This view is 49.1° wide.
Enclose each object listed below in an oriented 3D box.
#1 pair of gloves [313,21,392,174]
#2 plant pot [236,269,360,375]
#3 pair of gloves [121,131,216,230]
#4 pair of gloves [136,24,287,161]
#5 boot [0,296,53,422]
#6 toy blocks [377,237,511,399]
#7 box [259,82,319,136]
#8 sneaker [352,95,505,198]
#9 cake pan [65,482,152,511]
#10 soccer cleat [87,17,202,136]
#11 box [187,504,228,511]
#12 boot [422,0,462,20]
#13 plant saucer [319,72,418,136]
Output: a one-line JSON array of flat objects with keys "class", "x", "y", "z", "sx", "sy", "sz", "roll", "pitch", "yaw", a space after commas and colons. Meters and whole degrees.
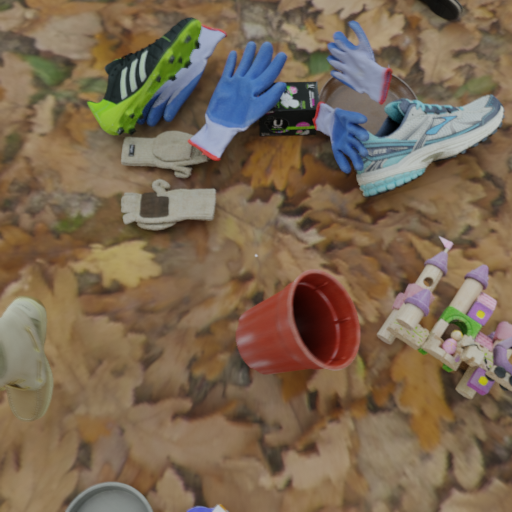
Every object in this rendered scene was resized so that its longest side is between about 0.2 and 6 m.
[{"class": "pair of gloves", "x": 1.634, "y": -2.806, "z": 10.006, "sx": 0.282, "sy": 2.476, "sz": 1.991, "roll": -9, "pitch": 40, "yaw": -21}, {"class": "plant pot", "x": 0.557, "y": 1.164, "z": 8.774, "sx": 1.531, "sy": 1.489, "sz": 1.531, "roll": 21, "pitch": 58, "yaw": -36}, {"class": "pair of gloves", "x": -1.767, "y": -1.518, "z": 11.252, "sx": 1.886, "sy": 0.389, "sz": 2.219, "roll": -7, "pitch": 64, "yaw": 1}, {"class": "pair of gloves", "x": -1.095, "y": -3.523, "z": 11.544, "sx": 3.381, "sy": 0.385, "sz": 2.718, "roll": 32, "pitch": 82, "yaw": 26}, {"class": "boot", "x": -3.546, "y": 1.727, "z": 7.920, "sx": 0.717, "sy": 1.539, "sz": 1.990, "roll": 5, "pitch": 105, "yaw": 5}, {"class": "toy blocks", "x": 3.457, "y": 0.935, "z": 9.160, "sx": 2.133, "sy": 2.283, "sz": 1.922, "roll": 35, "pitch": 77, "yaw": 14}, {"class": "box", "x": 0.663, "y": -3.035, "z": 11.608, "sx": 1.209, "sy": 0.898, "sz": 0.752, "roll": -1, "pitch": 67, "yaw": -1}, {"class": "sneaker", "x": 3.313, "y": -2.500, "z": 10.871, "sx": 3.402, "sy": 1.320, "sz": 1.468, "roll": -30, "pitch": 101, "yaw": -13}, {"class": "cake pan", "x": -2.314, "y": 4.379, "z": 8.790, "sx": 1.531, "sy": 0.281, "sz": 1.531, "roll": 0, "pitch": 67, "yaw": 0}, {"class": "soccer cleat", "x": -2.262, "y": -3.683, "z": 11.089, "sx": 2.895, "sy": 0.977, "sz": 1.173, "roll": -45, "pitch": 83, "yaw": 16}, {"class": "box", "x": -0.320, "y": 5.002, "z": 8.423, "sx": 2.503, "sy": 0.519, "sz": 1.490, "roll": 37, "pitch": 72, "yaw": 17}, {"class": "boot", "x": 4.489, "y": -6.360, "z": 13.211, "sx": 1.222, "sy": 0.594, "sz": 1.623, "roll": -38, "pitch": 66, "yaw": -14}, {"class": "plant saucer", "x": 2.365, "y": -3.004, "z": 11.829, "sx": 2.197, "sy": 0.352, "sz": 2.197, "roll": 1, "pitch": 69, "yaw": -3}]
